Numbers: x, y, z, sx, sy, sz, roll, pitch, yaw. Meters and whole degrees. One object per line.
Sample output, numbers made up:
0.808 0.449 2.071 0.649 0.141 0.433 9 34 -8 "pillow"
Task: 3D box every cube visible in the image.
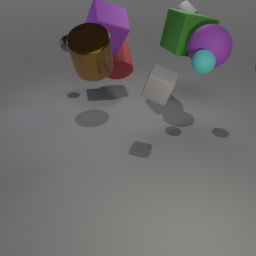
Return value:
2.221 -3.495 10.371 1.400 1.400 1.400 0 29 -23 "cube"
0.839 -1.160 7.495 0.700 0.700 0.700 24 40 1 "cube"
-0.902 -4.091 11.421 1.400 1.400 1.400 7 55 -25 "cube"

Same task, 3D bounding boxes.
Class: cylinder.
2.562 -5.044 12.211 0.700 0.700 0.700 -29 77 -39 "cylinder"
-0.524 -3.262 13.281 1.400 1.400 1.400 -5 67 -9 "cylinder"
-1.232 -2.531 9.439 1.400 1.400 1.400 -1 63 2 "cylinder"

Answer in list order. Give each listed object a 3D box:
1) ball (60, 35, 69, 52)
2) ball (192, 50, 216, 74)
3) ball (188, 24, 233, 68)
-2.550 -3.594 11.934 0.700 0.700 0.700 0 31 0 "ball"
2.266 -1.986 8.402 0.700 0.700 0.700 0 31 0 "ball"
2.686 -2.665 9.186 1.400 1.400 1.400 0 31 0 "ball"
